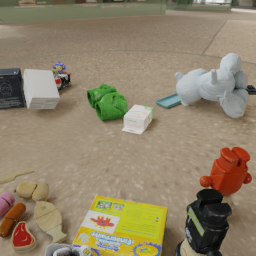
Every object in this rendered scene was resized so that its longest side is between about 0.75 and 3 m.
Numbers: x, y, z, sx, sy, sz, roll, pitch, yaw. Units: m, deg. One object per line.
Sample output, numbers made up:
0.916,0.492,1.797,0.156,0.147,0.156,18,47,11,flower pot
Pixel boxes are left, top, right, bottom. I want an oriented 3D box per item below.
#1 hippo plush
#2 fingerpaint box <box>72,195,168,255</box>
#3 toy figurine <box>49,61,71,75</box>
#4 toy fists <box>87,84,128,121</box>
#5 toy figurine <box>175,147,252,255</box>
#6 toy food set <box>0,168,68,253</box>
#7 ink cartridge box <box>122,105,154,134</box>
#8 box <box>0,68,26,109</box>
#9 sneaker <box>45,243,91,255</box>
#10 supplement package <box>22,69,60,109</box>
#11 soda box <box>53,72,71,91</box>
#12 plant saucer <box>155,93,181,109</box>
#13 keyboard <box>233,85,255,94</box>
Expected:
3.165,-1.390,10.994,2.331,2.309,2.899,-8,21,43,hippo plush
-0.090,2.155,5.675,1.630,0.598,1.360,6,30,12,fingerpaint box
-3.643,-3.207,14.846,1.294,0.775,0.682,12,32,19,toy figurine
-0.789,-1.103,11.158,1.209,0.816,2.372,-11,30,-20,toy fists
2.384,1.844,5.244,2.526,1.785,2.566,20,34,21,toy figurine
-2.397,1.927,6.389,1.468,0.364,2.310,-15,41,-24,toy food set
0.358,-0.333,10.146,0.799,0.459,1.364,11,32,19,ink cartridge box
-4.842,-1.596,11.334,1.095,1.475,0.790,-5,30,-10,box
-1.405,2.528,4.531,1.897,1.090,0.713,-13,32,-21,sneaker
-3.464,-1.531,11.080,1.087,0.774,1.396,-4,61,-34,supplement package
-3.506,-2.004,12.916,0.676,0.605,1.912,16,34,26,soda box
2.059,-1.240,12.029,1.942,0.184,0.679,-22,36,-35,plant saucer
4.974,-1.875,13.082,1.852,0.238,1.112,1,30,0,keyboard
